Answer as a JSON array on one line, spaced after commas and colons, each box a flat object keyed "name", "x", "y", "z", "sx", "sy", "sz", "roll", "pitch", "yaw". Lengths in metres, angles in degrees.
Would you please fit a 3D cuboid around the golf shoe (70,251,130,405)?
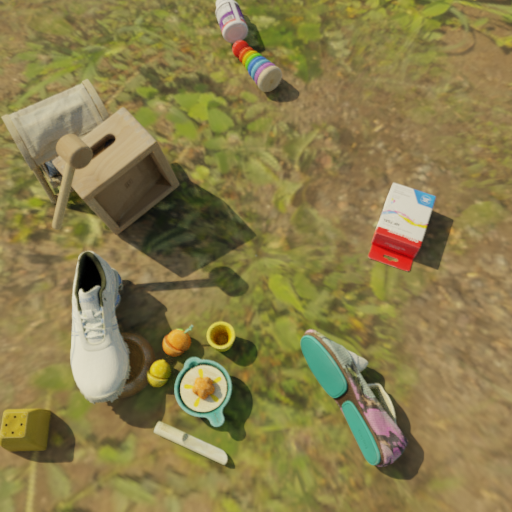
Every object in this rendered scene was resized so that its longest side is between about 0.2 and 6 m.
[{"name": "golf shoe", "x": -2.817, "y": 1.150, "z": 9.564, "sx": 1.039, "sy": 1.290, "sz": 2.654, "roll": -12, "pitch": 60, "yaw": -5}]

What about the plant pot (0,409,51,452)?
[{"name": "plant pot", "x": -3.884, "y": 2.846, "z": 9.288, "sx": 0.668, "sy": 0.687, "sz": 0.672, "roll": -2, "pitch": 64, "yaw": -1}]

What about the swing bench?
[{"name": "swing bench", "x": -3.690, "y": -2.231, "z": 11.057, "sx": 1.754, "sy": 1.764, "sz": 1.144, "roll": -29, "pitch": 69, "yaw": -13}]

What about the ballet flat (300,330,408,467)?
[{"name": "ballet flat", "x": 1.704, "y": 2.291, "z": 9.554, "sx": 0.896, "sy": 0.871, "sz": 2.519, "roll": -22, "pitch": 71, "yaw": -30}]

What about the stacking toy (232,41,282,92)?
[{"name": "stacking toy", "x": -0.062, "y": -4.387, "z": 12.772, "sx": 0.625, "sy": 0.625, "sz": 1.464, "roll": -32, "pitch": 62, "yaw": -14}]

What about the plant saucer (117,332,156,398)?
[{"name": "plant saucer", "x": -2.401, "y": 1.909, "z": 9.986, "sx": 1.197, "sy": 0.212, "sz": 1.197, "roll": 0, "pitch": 65, "yaw": 0}]

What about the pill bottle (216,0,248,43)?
[{"name": "pill bottle", "x": -0.614, "y": -5.638, "z": 13.273, "sx": 0.607, "sy": 0.607, "sz": 1.090, "roll": -14, "pitch": 64, "yaw": -6}]

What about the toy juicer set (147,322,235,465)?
[{"name": "toy juicer set", "x": -1.168, "y": 2.271, "z": 9.579, "sx": 1.507, "sy": 0.645, "sz": 2.369, "roll": 2, "pitch": 66, "yaw": 1}]

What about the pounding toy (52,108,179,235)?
[{"name": "pounding toy", "x": -2.975, "y": -1.568, "z": 10.172, "sx": 2.357, "sy": 2.683, "sz": 1.227, "roll": -40, "pitch": 69, "yaw": -8}]

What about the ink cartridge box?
[{"name": "ink cartridge box", "x": 2.842, "y": -0.567, "z": 10.965, "sx": 0.892, "sy": 0.516, "sz": 1.536, "roll": 19, "pitch": 67, "yaw": 9}]
